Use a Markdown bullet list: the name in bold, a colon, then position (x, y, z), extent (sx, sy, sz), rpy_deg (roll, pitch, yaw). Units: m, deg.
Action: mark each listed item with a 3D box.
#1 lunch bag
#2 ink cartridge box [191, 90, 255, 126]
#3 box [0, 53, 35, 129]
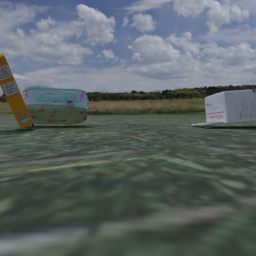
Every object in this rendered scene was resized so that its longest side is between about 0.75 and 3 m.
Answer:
- **lunch bag**: position (-2.304, -0.739, 9.132), extent (2.110, 0.813, 1.692), rpy_deg (0, -21, -12)
- **ink cartridge box**: position (3.457, -0.621, 8.573), extent (2.809, 0.937, 1.627), rpy_deg (-4, 0, -5)
- **box**: position (-2.933, -0.870, 7.146), extent (0.412, 1.987, 1.183), rpy_deg (-22, 25, -18)
